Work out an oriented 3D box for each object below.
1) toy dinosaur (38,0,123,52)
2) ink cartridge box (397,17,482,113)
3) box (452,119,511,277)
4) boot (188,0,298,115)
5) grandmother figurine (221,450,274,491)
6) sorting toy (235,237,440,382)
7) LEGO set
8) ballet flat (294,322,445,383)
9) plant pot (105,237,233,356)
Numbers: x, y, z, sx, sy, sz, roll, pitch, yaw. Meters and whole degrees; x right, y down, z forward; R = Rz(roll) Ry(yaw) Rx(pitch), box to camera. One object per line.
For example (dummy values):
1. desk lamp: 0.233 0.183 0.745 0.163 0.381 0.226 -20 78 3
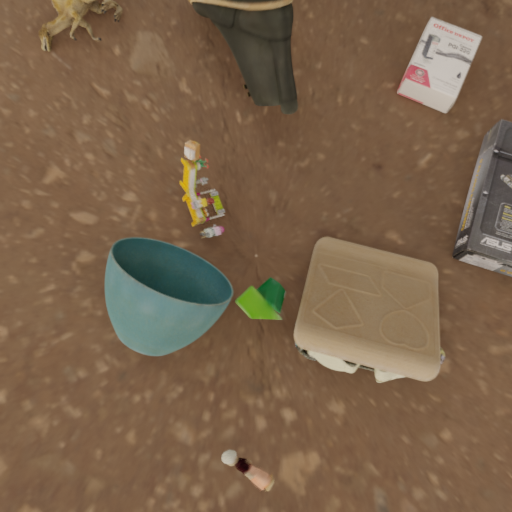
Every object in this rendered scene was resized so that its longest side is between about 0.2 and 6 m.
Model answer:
1. toy dinosaur: -3.071 -4.651 10.122 1.168 0.672 2.309 29 79 8
2. ink cartridge box: 3.225 -3.363 9.865 0.979 0.570 1.345 24 76 5
3. box: 5.012 -0.652 9.143 2.990 0.723 2.368 17 77 4
4. boot: -0.283 -3.539 9.432 1.098 2.835 1.961 -19 120 -17
5. grandmother figurine: -0.131 3.019 7.919 0.815 0.494 0.247 35 81 -7
6. sorting toy: 1.280 0.656 8.644 3.034 0.447 2.243 14 45 5
7. LEGO set: -0.826 -1.111 9.141 0.598 0.739 1.607 -17 106 -26
8. ballet flat: 1.694 1.532 8.566 2.349 0.845 0.845 13 77 6
9. plant pot: -1.459 0.737 8.420 1.900 1.900 1.279 27 108 6
